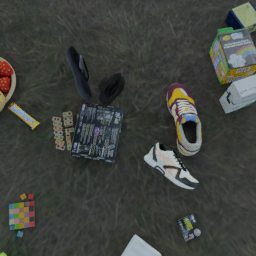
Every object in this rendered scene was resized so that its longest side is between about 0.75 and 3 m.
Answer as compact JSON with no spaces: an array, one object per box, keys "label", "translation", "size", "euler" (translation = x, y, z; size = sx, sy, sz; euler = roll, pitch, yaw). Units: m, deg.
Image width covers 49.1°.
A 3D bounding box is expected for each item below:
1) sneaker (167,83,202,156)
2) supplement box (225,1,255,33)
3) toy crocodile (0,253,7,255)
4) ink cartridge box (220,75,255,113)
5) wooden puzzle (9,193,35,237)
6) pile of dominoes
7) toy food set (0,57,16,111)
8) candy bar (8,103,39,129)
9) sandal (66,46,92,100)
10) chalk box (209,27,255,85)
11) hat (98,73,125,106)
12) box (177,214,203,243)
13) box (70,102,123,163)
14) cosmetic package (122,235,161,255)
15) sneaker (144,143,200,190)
[{"label":"sneaker","translation":[2.209,-0.499,10.561],"size":[1.114,1.340,2.974],"euler":[-11,73,-3]},{"label":"supplement box","translation":[5.030,-4.688,12.166],"size":[1.069,0.718,1.070],"euler":[-25,75,-7]},{"label":"toy crocodile","translation":[-3.418,5.231,9.092],"size":[2.879,0.889,0.972],"euler":[39,41,6]},{"label":"ink cartridge box","translation":[4.360,-1.290,10.652],"size":[1.194,1.628,0.676],"euler":[-19,74,-6]},{"label":"wooden puzzle","translation":[-3.822,3.138,10.102],"size":[0.896,0.106,1.510],"euler":[-7,73,-2]},{"label":"pile of dominoes","translation":[-2.340,0.119,10.954],"size":[1.176,0.240,1.509],"euler":[-10,73,-3]},{"label":"toy food set","translation":[-5.964,-1.789,11.304],"size":[2.753,0.677,2.782],"euler":[19,75,6]},{"label":"candy bar","translation":[-4.176,-0.490,11.184],"size":[1.470,0.163,0.367],"euler":[37,76,10]},{"label":"sandal","translation":[-1.813,-2.233,11.088],"size":[0.549,0.975,2.565],"euler":[-28,63,11]},{"label":"chalk box","translation":[4.211,-3.077,11.381],"size":[1.319,1.313,2.121],"euler":[-11,72,-2]},{"label":"hat","translation":[-0.758,-1.542,10.440],"size":[0.577,1.430,1.430],"euler":[36,76,22]},{"label":"box","translation":[2.181,3.550,9.941],"size":[0.629,0.174,0.786],"euler":[-22,74,-7]},{"label":"box","translation":[-1.162,0.148,10.783],"size":[1.695,0.461,2.116],"euler":[8,73,0]},{"label":"cosmetic package","translation":[0.122,4.728,9.267],"size":[1.113,0.800,1.972],"euler":[34,77,10]},{"label":"sneaker","translation":[1.533,1.275,9.454],"size":[2.184,0.805,0.874],"euler":[35,98,30]}]
